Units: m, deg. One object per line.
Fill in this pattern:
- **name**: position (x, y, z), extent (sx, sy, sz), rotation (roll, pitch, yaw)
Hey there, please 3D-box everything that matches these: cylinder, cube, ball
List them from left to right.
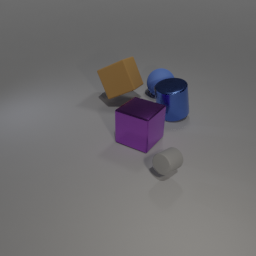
- **cube**: position (-0.322, -2.324, 12.919), extent (1.400, 1.400, 1.400), rotation (-17, 13, 25)
- **cube**: position (0.464, -0.160, 10.563), extent (1.400, 1.400, 1.400), rotation (19, 36, 27)
- **ball**: position (1.635, -2.248, 13.912), extent (1.400, 1.400, 1.400), rotation (0, 32, 0)
- **cylinder**: position (1.243, 1.023, 8.715), extent (0.700, 0.700, 0.700), rotation (28, 32, 37)
- **cylinder**: position (1.901, -1.235, 12.087), extent (1.400, 1.400, 1.400), rotation (-8, 36, 6)
